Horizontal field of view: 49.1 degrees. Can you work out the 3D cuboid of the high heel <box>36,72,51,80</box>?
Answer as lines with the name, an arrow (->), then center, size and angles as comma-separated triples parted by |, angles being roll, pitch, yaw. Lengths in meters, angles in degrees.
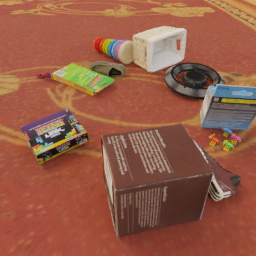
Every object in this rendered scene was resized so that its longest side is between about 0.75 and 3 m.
high heel -> -3.931, -2.495, 13.003 | 0.843, 0.405, 0.284 | 13, 40, 17

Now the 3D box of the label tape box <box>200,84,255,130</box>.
label tape box -> 3.452, -0.850, 9.286 | 1.662, 2.320, 0.767 | 4, 57, 4

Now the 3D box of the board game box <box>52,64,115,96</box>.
board game box -> -2.013, -2.210, 12.669 | 2.741, 0.411, 1.309 | 23, 44, 30

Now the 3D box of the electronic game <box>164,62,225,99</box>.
electronic game -> 2.934, -2.120, 12.384 | 2.658, 0.553, 2.658 | 2, 43, -1

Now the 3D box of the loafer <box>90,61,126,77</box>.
loafer -> -0.961, -2.742, 13.128 | 1.701, 0.640, 0.593 | 1, 34, 1

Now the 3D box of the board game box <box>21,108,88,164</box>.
board game box -> -2.404, 0.206, 9.205 | 1.737, 0.493, 1.436 | -26, 53, -24

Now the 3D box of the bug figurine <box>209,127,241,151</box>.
bug figurine -> 3.314, 0.338, 9.473 | 1.111, 0.286, 0.861 | -28, 46, -31

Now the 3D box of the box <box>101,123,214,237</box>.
box -> 0.578, 1.255, 7.026 | 2.231, 1.832, 1.851 | -8, 39, -10

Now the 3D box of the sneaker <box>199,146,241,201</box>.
sneaker -> 2.603, 1.262, 8.097 | 1.023, 0.670, 1.771 | -4, 48, -13

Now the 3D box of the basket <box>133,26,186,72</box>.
basket -> 1.523, -4.032, 13.979 | 2.441, 1.655, 1.506 | -27, 44, -30

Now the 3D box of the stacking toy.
stacking toy -> -0.833, -4.264, 14.809 | 1.165, 1.165, 2.729 | -29, 42, -32
